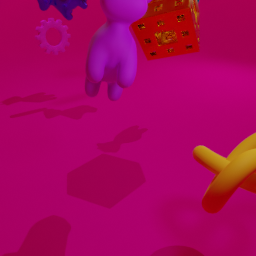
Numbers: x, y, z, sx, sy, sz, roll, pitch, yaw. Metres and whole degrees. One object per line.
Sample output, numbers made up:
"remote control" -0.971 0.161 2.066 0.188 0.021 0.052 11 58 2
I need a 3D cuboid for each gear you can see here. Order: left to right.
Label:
"gear" -2.303 -2.803 8.614 1.062 1.062 0.196 -19 26 -31

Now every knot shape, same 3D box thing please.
"knot shape" 1.374 0.531 3.416 1.493 0.690 1.397 -12 8 46

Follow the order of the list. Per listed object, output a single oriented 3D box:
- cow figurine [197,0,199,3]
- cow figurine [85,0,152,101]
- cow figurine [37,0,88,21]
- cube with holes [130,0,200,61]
"cow figurine" 1.291 -3.470 6.877 0.718 1.287 1.308 12 48 32
"cow figurine" -0.198 -1.263 3.967 0.831 1.489 1.513 9 -12 -11
"cow figurine" -2.285 -4.379 9.423 1.492 1.468 0.819 -27 49 20
"cube with holes" 0.773 -2.180 5.505 1.087 1.087 1.087 -5 61 22
